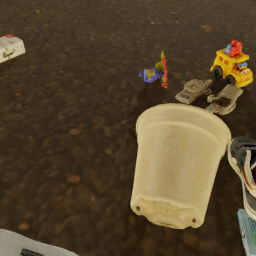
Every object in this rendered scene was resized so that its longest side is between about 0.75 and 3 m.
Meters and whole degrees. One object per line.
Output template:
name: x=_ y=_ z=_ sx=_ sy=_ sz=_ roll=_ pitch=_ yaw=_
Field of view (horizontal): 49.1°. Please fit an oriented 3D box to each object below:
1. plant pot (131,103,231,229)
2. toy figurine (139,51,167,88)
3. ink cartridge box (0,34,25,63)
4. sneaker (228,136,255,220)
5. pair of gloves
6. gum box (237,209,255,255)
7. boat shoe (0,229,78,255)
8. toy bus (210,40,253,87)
plant pot: x=1.004 y=0.945 z=6.024 sx=2.186 sy=2.186 sz=2.001 roll=10 pitch=56 yaw=11
toy figurine: x=0.861 y=-2.071 z=10.001 sx=0.946 sy=0.833 sz=1.579 roll=-4 pitch=42 yaw=3
ink cartridge box: x=-5.047 y=-3.225 z=11.375 sx=0.969 sy=0.547 sz=1.320 roll=32 pitch=52 yaw=29
sneaker: x=3.045 y=0.818 z=6.526 sx=1.039 sy=1.052 sz=2.650 roll=2 pitch=34 yaw=5
pair of gloves: x=2.679 y=-1.053 z=9.242 sx=1.808 sy=0.317 sz=1.538 roll=23 pitch=51 yaw=26
gum box: x=2.971 y=2.209 z=5.776 sx=1.187 sy=0.264 sz=1.008 roll=4 pitch=43 yaw=4
boat shoe: x=-1.621 y=2.600 z=4.997 sx=2.191 sy=0.748 sz=0.809 roll=24 pitch=31 yaw=-10
toy bus: x=3.759 y=-2.301 z=9.827 sx=0.951 sy=1.345 sz=1.401 roll=-22 pitch=49 yaw=-23
